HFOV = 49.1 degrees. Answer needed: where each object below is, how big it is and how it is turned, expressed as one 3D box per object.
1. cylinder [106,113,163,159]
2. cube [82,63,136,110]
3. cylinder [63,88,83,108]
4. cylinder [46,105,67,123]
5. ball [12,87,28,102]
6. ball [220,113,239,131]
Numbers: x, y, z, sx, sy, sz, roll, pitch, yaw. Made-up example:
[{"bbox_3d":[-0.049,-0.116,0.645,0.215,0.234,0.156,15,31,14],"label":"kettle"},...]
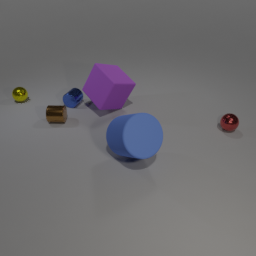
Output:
[{"bbox_3d":[0.183,0.249,9.022,1.400,1.400,1.400,-18,7,-25],"label":"cylinder"},{"bbox_3d":[-0.820,-1.758,11.978,1.400,1.400,1.400,-9,49,-50],"label":"cube"},{"bbox_3d":[-2.487,-1.370,12.695,0.700,0.700,0.700,11,35,17],"label":"cylinder"},{"bbox_3d":[-2.919,-0.577,11.462,0.700,0.700,0.700,1,33,1],"label":"cylinder"},{"bbox_3d":[-4.998,-1.559,12.963,0.700,0.700,0.700,0,33,0],"label":"ball"},{"bbox_3d":[3.951,-0.223,10.894,0.700,0.700,0.700,0,33,0],"label":"ball"}]
